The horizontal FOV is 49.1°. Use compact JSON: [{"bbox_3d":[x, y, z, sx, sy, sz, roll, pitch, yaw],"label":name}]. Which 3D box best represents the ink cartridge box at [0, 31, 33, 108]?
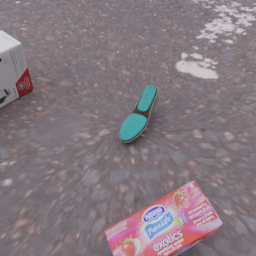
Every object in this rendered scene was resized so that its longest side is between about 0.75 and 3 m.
[{"bbox_3d":[-3.703,-1.239,7.149,0.900,1.595,2.173,34,56,23],"label":"ink cartridge box"}]

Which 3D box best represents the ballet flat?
[{"bbox_3d":[0.336,-0.286,6.940,0.563,0.533,1.672,21,72,21],"label":"ballet flat"}]

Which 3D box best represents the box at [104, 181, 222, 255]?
[{"bbox_3d":[0.575,1.661,4.514,1.669,0.832,0.797,-29,61,-2],"label":"box"}]
